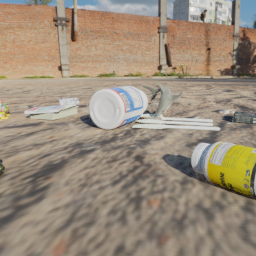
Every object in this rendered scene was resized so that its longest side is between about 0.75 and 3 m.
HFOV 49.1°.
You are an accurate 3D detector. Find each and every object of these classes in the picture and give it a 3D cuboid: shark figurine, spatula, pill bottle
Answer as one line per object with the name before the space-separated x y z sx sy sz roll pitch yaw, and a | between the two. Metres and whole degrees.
shark figurine | 1.300 -1.457 11.042 1.278 0.892 2.139 -39 27 11
spatula | 1.708 -0.235 10.162 2.915 0.234 2.027 2 12 8
pill bottle | 1.800 0.662 4.793 0.762 0.762 1.356 -10 15 -38
pill bottle | -0.204 -0.807 10.113 1.372 1.372 2.445 6 13 26

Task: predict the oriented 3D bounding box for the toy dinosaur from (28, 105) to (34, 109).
toy dinosaur | -4.626 -0.977 13.617 0.865 0.205 0.381 7 0 29

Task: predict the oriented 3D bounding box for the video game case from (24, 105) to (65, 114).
video game case | -3.327 -0.745 11.296 1.357 0.118 0.971 -3 14 6

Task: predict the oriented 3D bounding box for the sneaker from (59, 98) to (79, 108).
sneaker | -2.924 -1.260 14.021 0.851 0.556 1.480 -3 9 0

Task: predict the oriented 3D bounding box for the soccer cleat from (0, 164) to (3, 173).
soccer cleat | -3.146 0.619 5.468 1.050 0.812 2.511 -31 27 -18

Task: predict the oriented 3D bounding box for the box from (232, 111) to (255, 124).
box | 4.723 -0.391 10.703 1.304 0.284 1.045 5 14 24

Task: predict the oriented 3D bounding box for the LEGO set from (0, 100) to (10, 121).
LEGO set | -5.437 -0.854 11.149 1.232 0.996 2.677 4 13 17

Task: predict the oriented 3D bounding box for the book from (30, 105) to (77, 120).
book | -3.092 -0.640 11.790 1.141 0.410 1.708 3 15 24
